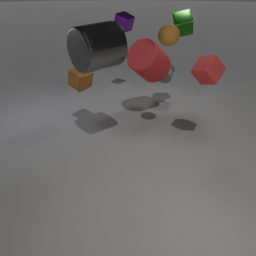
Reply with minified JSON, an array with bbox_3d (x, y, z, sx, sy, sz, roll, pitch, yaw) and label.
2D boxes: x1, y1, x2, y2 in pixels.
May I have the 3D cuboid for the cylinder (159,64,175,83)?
[{"bbox_3d":[1.726,-2.543,12.893,0.700,0.700,0.700,11,52,19],"label":"cylinder"}]

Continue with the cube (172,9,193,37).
[{"bbox_3d":[2.196,-4.172,11.195,0.700,0.700,0.700,-10,63,8],"label":"cube"}]

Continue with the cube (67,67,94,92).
[{"bbox_3d":[-1.854,-1.943,10.900,0.700,0.700,0.700,35,47,20],"label":"cube"}]

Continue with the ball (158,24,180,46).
[{"bbox_3d":[1.324,-3.011,9.076,0.700,0.700,0.700,0,28,0],"label":"ball"}]

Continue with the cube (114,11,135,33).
[{"bbox_3d":[-0.199,-5.121,13.533,0.700,0.700,0.700,36,46,19],"label":"cube"}]

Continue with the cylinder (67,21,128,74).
[{"bbox_3d":[-0.964,-2.528,8.749,1.400,1.400,1.400,-24,36,-32],"label":"cylinder"}]

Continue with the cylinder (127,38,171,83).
[{"bbox_3d":[0.872,-2.777,11.608,1.400,1.400,1.400,21,-2,34],"label":"cylinder"}]

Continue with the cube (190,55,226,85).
[{"bbox_3d":[2.653,-1.916,9.288,0.700,0.700,0.700,14,67,55],"label":"cube"}]
